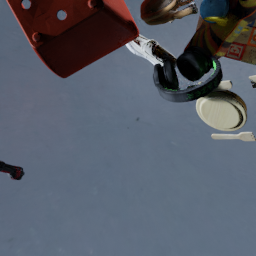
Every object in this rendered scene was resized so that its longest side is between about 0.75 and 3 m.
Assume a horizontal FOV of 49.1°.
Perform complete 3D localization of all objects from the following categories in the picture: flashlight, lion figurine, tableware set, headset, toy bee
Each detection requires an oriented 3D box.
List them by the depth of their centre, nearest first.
[{"bbox_3d":[-2.059,0.713,4.703,0.259,0.762,0.258,2,74,16],"label":"flashlight"},{"bbox_3d":[2.423,-0.448,5.324,2.377,1.571,0.476,1,44,47],"label":"tableware set"},{"bbox_3d":[2.061,-2.233,5.416,1.556,2.376,1.292,-29,54,-33],"label":"toy bee"},{"bbox_3d":[1.078,-1.041,5.596,1.199,0.912,1.941,-27,37,1],"label":"headset"},{"bbox_3d":[0.794,-2.691,5.972,1.591,0.941,2.598,-12,20,32],"label":"lion figurine"}]

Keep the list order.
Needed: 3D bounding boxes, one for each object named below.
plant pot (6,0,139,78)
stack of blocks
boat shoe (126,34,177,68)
[{"bbox_3d":[-1.358,-2.710,6.175,2.417,2.130,2.414,-27,96,8],"label":"plant pot"},{"bbox_3d":[2.665,-3.046,6.292,1.636,2.842,0.832,22,35,20],"label":"stack of blocks"},{"bbox_3d":[0.634,-2.106,7.468,1.635,0.571,0.580,39,67,1],"label":"boat shoe"}]
